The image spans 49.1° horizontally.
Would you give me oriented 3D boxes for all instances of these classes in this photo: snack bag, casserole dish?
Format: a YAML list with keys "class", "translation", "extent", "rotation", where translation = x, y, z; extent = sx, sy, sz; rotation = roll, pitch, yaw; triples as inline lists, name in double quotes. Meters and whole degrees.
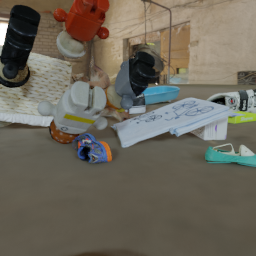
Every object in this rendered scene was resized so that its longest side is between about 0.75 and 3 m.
- class: "snack bag"
  translation: [0.822, -0.160, 6.454]
  extent: [2.358, 0.252, 2.223]
  rotation: [-19, 14, -4]
- class: "casserole dish"
  translation: [1.275, -1.658, 14.147]
  extent: [2.867, 0.556, 1.736]
  rotation: [-13, 20, -25]

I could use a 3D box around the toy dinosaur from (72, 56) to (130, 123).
- class: "toy dinosaur"
  translation: [-0.730, -1.081, 8.114]
  extent: [1.426, 2.104, 0.903]
  rotation: [-24, 26, -33]

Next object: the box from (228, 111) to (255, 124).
- class: "box"
  translation: [3.342, -0.336, 8.672]
  extent: [1.120, 0.267, 0.683]
  rotation: [-6, 12, -30]

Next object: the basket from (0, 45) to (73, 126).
- class: "basket"
  translation: [-2.929, -1.196, 7.696]
  extent: [2.261, 1.818, 2.241]
  rotation: [8, 11, -35]

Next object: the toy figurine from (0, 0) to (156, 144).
- class: "toy figurine"
  translation: [-1.100, -1.202, 5.910]
  extent: [2.734, 2.691, 1.902]
  rotation: [-41, 1, -39]

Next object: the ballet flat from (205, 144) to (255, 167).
- class: "ballet flat"
  translation: [1.721, 0.423, 4.501]
  extent: [0.931, 0.328, 0.313]
  rotation: [3, 11, 13]

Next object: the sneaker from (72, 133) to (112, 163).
- class: "sneaker"
  translation: [-0.708, 0.349, 4.787]
  extent: [0.417, 0.400, 1.063]
  rotation: [-14, 15, -35]

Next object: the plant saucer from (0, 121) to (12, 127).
- class: "plant saucer"
  translation: [-4.480, -0.341, 7.986]
  extent: [2.186, 0.549, 2.186]
  rotation: [1, 11, 0]

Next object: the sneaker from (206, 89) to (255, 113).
- class: "sneaker"
  translation: [4.016, -0.891, 10.070]
  extent: [2.530, 0.937, 1.119]
  rotation: [-4, 6, 37]

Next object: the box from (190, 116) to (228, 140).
- class: "box"
  translation: [1.741, -0.246, 7.442]
  extent: [0.538, 0.576, 2.778]
  rotation: [-2, 10, -7]

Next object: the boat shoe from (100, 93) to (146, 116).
- class: "boat shoe"
  translation: [-0.414, -0.920, 10.098]
  extent: [2.578, 0.881, 0.952]
  rotation: [-6, 12, -30]

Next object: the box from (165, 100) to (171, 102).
- class: "box"
  translation: [1.861, -1.607, 15.372]
  extent: [0.545, 0.281, 0.934]
  rotation: [-6, 12, -27]
